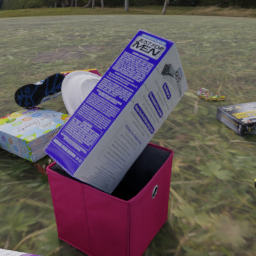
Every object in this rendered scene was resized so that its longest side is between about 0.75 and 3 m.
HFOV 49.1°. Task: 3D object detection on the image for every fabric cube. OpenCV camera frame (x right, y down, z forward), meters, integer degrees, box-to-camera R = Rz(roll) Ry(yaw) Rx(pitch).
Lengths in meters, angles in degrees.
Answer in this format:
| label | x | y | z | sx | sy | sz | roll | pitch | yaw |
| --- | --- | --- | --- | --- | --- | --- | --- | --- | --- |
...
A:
| label | x | y | z | sx | sy | sz | roll | pitch | yaw |
| --- | --- | --- | --- | --- | --- | --- | --- | --- | --- |
| fabric cube | -0.281 | 1.391 | 5.740 | 1.854 | 1.848 | 1.819 | 16 | 31 | 27 |

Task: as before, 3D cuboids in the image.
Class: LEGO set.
| label | x | y | z | sx | sy | sz | roll | pitch | yaw |
| --- | --- | --- | --- | --- | --- | --- | --- | --- | --- |
| LEGO set | 3.788 | -1.566 | 12.839 | 1.276 | 0.475 | 0.587 | 15 | 31 | 26 |

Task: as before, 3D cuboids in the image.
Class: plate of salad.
| label | x | y | z | sx | sy | sz | roll | pitch | yaw |
| --- | --- | --- | --- | --- | --- | --- | --- | --- | --- |
| plate of salad | -0.695 | -0.425 | 8.022 | 2.892 | 0.695 | 2.892 | 31 | 36 | -26 |

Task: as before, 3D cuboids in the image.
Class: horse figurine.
| label | x | y | z | sx | sy | sz | roll | pitch | yaw |
| --- | --- | --- | --- | --- | --- | --- | --- | --- | --- |
| horse figurine | -1.946 | 1.104 | 7.923 | 1.265 | 0.316 | 0.838 | -13 | 30 | -23 |

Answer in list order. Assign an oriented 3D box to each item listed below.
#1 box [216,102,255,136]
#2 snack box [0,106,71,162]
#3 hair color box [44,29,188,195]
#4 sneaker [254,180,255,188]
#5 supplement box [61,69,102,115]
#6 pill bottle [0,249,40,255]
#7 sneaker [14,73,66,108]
| label | x | y | z | sx | sy | sz | roll | pitch | yaw |
| --- | --- | --- | --- | --- | --- | --- | --- | --- | --- |
| box | 4.661 | -0.407 | 10.607 | 2.020 | 0.488 | 1.600 | -8 | 29 | -16 |
| snack box | -3.144 | 0.071 | 9.286 | 2.347 | 0.794 | 1.979 | 15 | 32 | 31 |
| hair color box | -0.071 | -0.236 | 5.366 | 0.912 | 1.539 | 2.815 | 34 | 82 | 30 |
| sneaker | 3.983 | 1.322 | 7.245 | 1.833 | 0.716 | 0.827 | -3 | 17 | -15 |
| supplement box | -1.848 | -1.501 | 11.807 | 1.667 | 1.314 | 2.547 | -9 | 29 | -16 |
| pill bottle | -1.912 | 2.527 | 3.863 | 2.801 | 1.561 | 1.561 | 5 | 28 | 9 |
| sneaker | -3.049 | -1.293 | 10.185 | 2.293 | 0.868 | 0.883 | -15 | 2 | 14 |
